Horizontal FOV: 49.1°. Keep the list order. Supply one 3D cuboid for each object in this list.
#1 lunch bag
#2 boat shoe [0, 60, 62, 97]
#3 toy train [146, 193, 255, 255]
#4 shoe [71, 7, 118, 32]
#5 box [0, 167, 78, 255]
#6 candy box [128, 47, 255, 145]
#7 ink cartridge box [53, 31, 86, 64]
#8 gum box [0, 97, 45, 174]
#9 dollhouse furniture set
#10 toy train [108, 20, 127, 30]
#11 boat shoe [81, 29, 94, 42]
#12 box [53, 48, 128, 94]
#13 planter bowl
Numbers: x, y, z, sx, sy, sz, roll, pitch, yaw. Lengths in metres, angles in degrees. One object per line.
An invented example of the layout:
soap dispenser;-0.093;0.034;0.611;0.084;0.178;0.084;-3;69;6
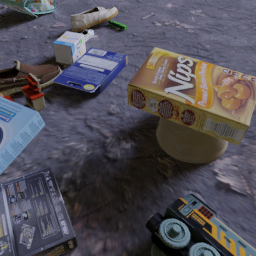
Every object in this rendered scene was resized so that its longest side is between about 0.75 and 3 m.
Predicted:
lunch bag;-4.560;-5.840;12.816;1.660;1.188;1.948;24;43;22
boat shoe;-3.200;-1.606;8.530;2.400;0.888;0.886;-24;48;-23
toy train;1.385;2.101;4.641;1.299;0.972;2.280;-26;48;-37
shoe;-1.411;-4.823;11.998;2.421;0.646;0.847;-35;37;-28
box;-1.892;1.704;5.364;1.391;0.425;1.757;-19;46;-19
candy box;1.393;-0.758;5.970;2.472;0.684;1.427;22;55;16
ink cartridge box;-2.060;-2.856;9.971;0.723;0.727;0.991;13;46;14
gum box;-3.272;0.297;6.026;1.928;0.506;2.270;20;58;23
dollhouse furniture set;-3.227;-0.684;7.514;1.794;0.934;1.813;-30;51;-28
toy train;-0.439;-4.432;12.037;1.006;0.210;0.284;34;43;31
boat shoe;-1.679;-3.781;11.240;0.363;0.332;1.009;19;47;19
box;-1.163;-1.830;9.126;1.457;0.390;2.405;17;45;18
planter bowl;1.647;-0.214;6.830;1.813;1.220;1.813;0;44;0
